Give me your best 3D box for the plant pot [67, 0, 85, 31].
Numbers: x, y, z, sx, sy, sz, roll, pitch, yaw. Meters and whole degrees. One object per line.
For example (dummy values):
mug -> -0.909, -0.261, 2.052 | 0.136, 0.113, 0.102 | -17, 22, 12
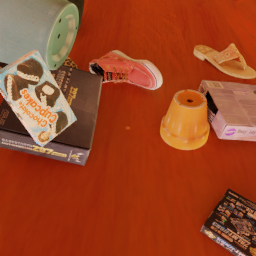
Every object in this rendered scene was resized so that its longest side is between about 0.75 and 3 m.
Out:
plant pot -> -3.157, -5.107, 12.276 | 2.223, 1.977, 2.228 | 9, 44, 9

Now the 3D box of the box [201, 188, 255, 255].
box -> 2.341, 2.012, 5.776 | 1.230, 0.306, 1.221 | 29, 50, 28

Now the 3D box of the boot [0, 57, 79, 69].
boot -> -3.228, -1.919, 9.496 | 2.787, 1.020, 2.099 | 27, 50, 21

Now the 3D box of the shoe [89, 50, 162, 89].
shoe -> -0.172, -1.835, 9.528 | 1.238, 0.972, 2.721 | -31, 45, -27

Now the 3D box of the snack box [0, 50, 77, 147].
snack box -> -1.198, -0.368, 3.701 | 0.644, 1.109, 0.206 | -42, 38, -24

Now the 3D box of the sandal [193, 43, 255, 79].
sandal -> 3.646, -2.789, 10.549 | 0.991, 0.889, 2.702 | -31, 51, -29

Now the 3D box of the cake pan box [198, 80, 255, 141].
cake pan box -> 3.296, -0.527, 8.059 | 2.293, 0.600, 2.112 | 3, 40, -12

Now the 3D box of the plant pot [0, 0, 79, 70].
plant pot -> -2.093, -2.103, 5.521 | 1.892, 2.013, 2.013 | 24, 46, 1

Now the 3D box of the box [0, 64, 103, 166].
box -> -2.026, -0.598, 7.639 | 2.363, 0.764, 2.997 | 15, 47, -12

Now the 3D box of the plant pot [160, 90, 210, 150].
plant pot -> 1.589, -0.308, 7.600 | 1.348, 1.234, 1.348 | 0, 42, 0
